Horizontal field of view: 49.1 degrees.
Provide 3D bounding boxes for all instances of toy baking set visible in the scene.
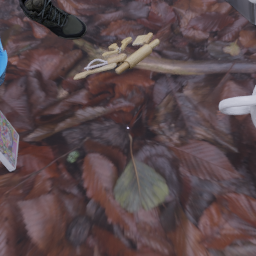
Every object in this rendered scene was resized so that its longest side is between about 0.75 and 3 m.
[{"bbox_3d":[-0.223,-1.462,5.947,1.844,0.215,1.416,-44,35,-23],"label":"toy baking set"}]

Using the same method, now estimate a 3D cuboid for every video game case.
[{"bbox_3d":[-1.934,-0.048,4.001,0.106,1.179,0.844,-22,38,0],"label":"video game case"}]

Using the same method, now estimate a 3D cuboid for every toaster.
[{"bbox_3d":[2.490,-2.668,5.152,1.183,0.776,1.308,-38,63,14],"label":"toaster"}]

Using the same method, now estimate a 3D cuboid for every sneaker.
[{"bbox_3d":[-1.927,-2.828,7.056,1.792,1.026,0.685,28,94,-4],"label":"sneaker"}]

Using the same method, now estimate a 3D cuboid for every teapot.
[{"bbox_3d":[3.316,-0.384,5.808,2.062,1.526,2.089,-41,92,-16],"label":"teapot"}]

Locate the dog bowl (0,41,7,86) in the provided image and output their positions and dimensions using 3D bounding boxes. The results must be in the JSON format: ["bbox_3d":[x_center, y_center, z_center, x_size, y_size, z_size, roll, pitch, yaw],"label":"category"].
[{"bbox_3d":[-3.634,-1.922,6.412,1.521,0.676,2.728,-12,71,-19],"label":"dog bowl"}]
